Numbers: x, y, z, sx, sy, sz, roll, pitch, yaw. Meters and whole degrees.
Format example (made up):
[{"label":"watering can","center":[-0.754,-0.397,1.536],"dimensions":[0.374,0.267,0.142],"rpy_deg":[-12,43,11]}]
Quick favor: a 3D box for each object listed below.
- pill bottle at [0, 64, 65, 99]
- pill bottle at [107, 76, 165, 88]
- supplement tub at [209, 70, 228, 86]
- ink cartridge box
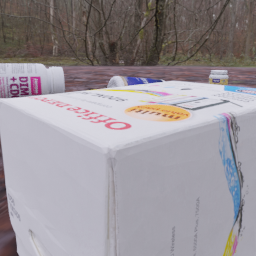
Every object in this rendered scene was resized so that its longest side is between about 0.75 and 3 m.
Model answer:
[{"label":"pill bottle","center":[-4.163,-1.772,11.407],"dimensions":[2.956,1.676,1.676],"rpy_deg":[-5,16,-20]},{"label":"pill bottle","center":[0.553,-0.884,8.676],"dimensions":[2.252,1.303,1.303],"rpy_deg":[0,14,-24]},{"label":"supplement tub","center":[4.417,-2.173,13.723],"dimensions":[0.905,1.244,0.905],"rpy_deg":[0,15,0]},{"label":"ink cartridge box","center":[0.255,0.505,2.770],"dimensions":[2.364,1.710,1.740],"rpy_deg":[-13,20,-39]}]
